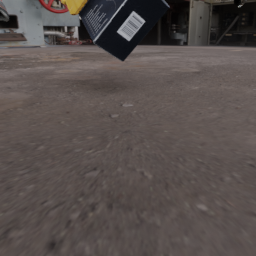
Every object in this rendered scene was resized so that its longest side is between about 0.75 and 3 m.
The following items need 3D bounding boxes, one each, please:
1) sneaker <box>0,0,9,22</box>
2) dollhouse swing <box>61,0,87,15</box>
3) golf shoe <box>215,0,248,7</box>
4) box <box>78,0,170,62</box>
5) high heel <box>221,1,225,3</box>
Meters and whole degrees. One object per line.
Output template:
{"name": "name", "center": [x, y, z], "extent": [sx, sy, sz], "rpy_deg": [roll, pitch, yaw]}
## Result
{"name": "sneaker", "center": [-3.643, -2.445, 6.310], "extent": [2.022, 0.828, 0.779], "rpy_deg": [-36, -7, -26]}
{"name": "dollhouse swing", "center": [-1.435, -4.684, 9.756], "extent": [1.517, 1.334, 1.379], "rpy_deg": [-40, -14, 32]}
{"name": "golf shoe", "center": [2.491, -3.951, 7.407], "extent": [2.457, 1.161, 0.955], "rpy_deg": [12, 45, -23]}
{"name": "box", "center": [-0.267, -3.978, 9.437], "extent": [1.462, 2.359, 2.319], "rpy_deg": [23, 30, -43]}
{"name": "high heel", "center": [2.524, -4.601, 8.671], "extent": [1.000, 1.403, 0.501], "rpy_deg": [6, -31, -46]}
